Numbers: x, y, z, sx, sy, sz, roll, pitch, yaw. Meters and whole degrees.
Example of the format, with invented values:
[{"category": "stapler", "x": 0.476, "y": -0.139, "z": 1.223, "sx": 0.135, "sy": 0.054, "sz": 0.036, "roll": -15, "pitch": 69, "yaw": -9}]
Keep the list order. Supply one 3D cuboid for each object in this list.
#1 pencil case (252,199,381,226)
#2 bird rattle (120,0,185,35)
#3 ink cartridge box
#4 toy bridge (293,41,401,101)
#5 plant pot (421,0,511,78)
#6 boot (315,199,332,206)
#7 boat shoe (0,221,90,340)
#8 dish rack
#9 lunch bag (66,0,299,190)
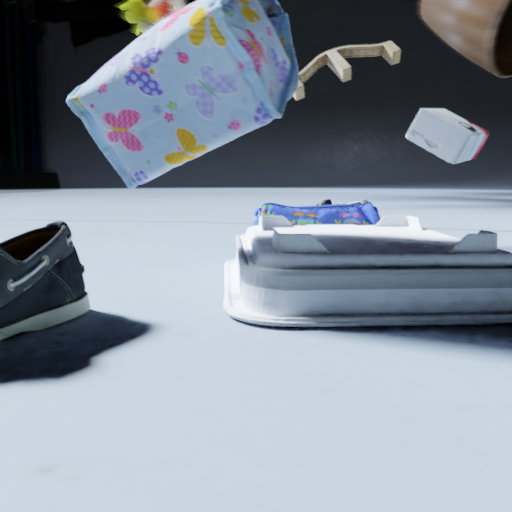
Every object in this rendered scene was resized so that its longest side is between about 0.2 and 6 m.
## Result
[{"category": "pencil case", "x": 1.086, "y": -0.478, "z": 9.984, "sx": 2.407, "sy": 1.046, "sz": 0.939, "roll": -2, "pitch": 9, "yaw": -7}, {"category": "bird rattle", "x": -1.478, "y": -3.938, "z": 9.038, "sx": 1.241, "sy": 1.012, "sz": 0.699, "roll": -27, "pitch": -27, "yaw": 10}, {"category": "ink cartridge box", "x": 3.133, "y": -1.969, "z": 9.120, "sx": 0.922, "sy": 0.524, "sz": 1.265, "roll": 37, "pitch": 30, "yaw": 22}, {"category": "toy bridge", "x": 1.910, "y": -4.454, "z": 13.098, "sx": 2.778, "sy": 0.378, "sz": 0.934, "roll": -22, "pitch": 53, "yaw": -7}, {"category": "plant pot", "x": 3.140, "y": -3.448, "z": 7.872, "sx": 1.427, "sy": 1.427, "sz": 1.527, "roll": -7, "pitch": 35, "yaw": -37}, {"category": "boot", "x": 1.434, "y": -1.068, "z": 15.309, "sx": 1.370, "sy": 0.767, "sz": 1.981, "roll": -2, "pitch": -5, "yaw": 15}, {"category": "boat shoe", "x": -2.676, "y": 0.310, "z": 4.911, "sx": 1.116, "sy": 1.051, "sz": 3.107, "roll": 5, "pitch": 11, "yaw": 20}, {"category": "dish rack", "x": 1.338, "y": -0.012, "z": 7.537, "sx": 3.577, "sy": 0.907, "sz": 4.168, "roll": -1, "pitch": 8, "yaw": -3}, {"category": "lunch bag", "x": -0.732, "y": -2.428, "z": 7.580, "sx": 2.367, "sy": 1.774, "sz": 2.791, "roll": -22, "pitch": 30, "yaw": 23}]
